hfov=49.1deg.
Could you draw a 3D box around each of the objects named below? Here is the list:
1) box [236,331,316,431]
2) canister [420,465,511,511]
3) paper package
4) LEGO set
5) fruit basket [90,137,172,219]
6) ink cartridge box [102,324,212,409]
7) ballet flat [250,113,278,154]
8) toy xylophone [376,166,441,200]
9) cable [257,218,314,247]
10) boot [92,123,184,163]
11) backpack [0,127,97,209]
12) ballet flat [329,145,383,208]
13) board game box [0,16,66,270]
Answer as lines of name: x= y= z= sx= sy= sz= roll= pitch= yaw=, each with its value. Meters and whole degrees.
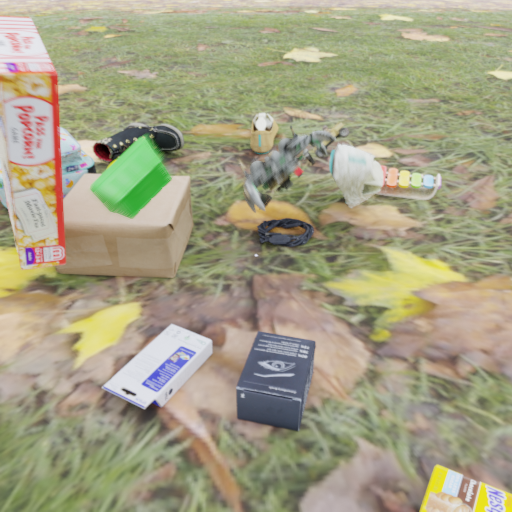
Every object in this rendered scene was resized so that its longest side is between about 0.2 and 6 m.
box: x=0.293 y=1.718 z=7.825 sx=0.897 sy=0.632 sz=1.212 roll=9 pitch=34 yaw=13
canister: x=2.445 y=2.902 z=6.171 sx=1.163 sy=0.503 sz=0.864 roll=16 pitch=37 yaw=24
paper package: x=-2.539 y=-0.659 z=10.922 sx=2.316 sy=1.198 sz=2.207 roll=2 pitch=34 yaw=4
LEGO set: x=0.614 y=-1.994 z=11.440 sx=0.998 sy=2.286 sz=3.520 roll=49 pitch=23 yaw=-4
fruit basket: x=-1.902 y=-1.176 z=8.175 sx=1.142 sy=0.824 sz=1.142 roll=-6 pitch=62 yaw=12
ink cartridge box: x=-1.409 y=1.665 z=8.210 sx=0.800 sy=0.316 sz=1.609 roll=19 pitch=36 yaw=26
ballet flat: x=0.229 y=-3.641 z=15.841 sx=0.797 sy=0.732 sz=2.321 roll=-4 pitch=33 yaw=3
toy xylophone: x=3.464 y=-1.797 z=13.330 sx=1.761 sy=0.442 sz=1.289 roll=4 pitch=33 yaw=6
cable: x=0.609 y=-0.498 z=11.568 sx=1.158 sy=0.294 sz=0.945 roll=-5 pitch=29 yaw=-4
boot: x=-3.101 y=-2.908 z=14.760 sx=2.098 sy=0.757 sz=1.585 roll=15 pitch=38 yaw=32
backpack: x=-4.784 y=-1.884 z=12.503 sx=2.066 sy=1.584 sz=1.816 roll=-28 pitch=47 yaw=-23
ballet flat: x=2.155 y=-1.564 z=11.548 sx=1.024 sy=1.024 sz=2.853 roll=11 pitch=0 yaw=16
board game box: x=-3.577 y=-1.740 z=8.681 sx=0.726 sy=3.135 sz=2.375 roll=-8 pitch=42 yaw=-25
